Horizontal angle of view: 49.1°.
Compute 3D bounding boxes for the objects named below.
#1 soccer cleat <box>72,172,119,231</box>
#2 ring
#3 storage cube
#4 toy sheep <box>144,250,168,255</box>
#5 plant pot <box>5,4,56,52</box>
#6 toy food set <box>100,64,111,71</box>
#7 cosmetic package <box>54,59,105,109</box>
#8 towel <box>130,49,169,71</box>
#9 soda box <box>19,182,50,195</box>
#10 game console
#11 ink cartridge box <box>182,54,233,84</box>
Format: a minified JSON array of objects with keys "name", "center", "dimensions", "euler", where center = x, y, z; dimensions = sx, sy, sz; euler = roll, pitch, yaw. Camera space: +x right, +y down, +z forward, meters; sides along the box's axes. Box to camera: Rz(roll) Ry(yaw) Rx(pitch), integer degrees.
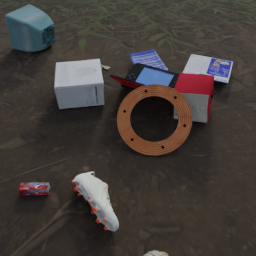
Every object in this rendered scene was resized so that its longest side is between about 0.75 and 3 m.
[{"name":"soccer cleat","center":[-0.871,2.150,8.679],"dimensions":[0.908,0.811,2.340],"euler":[-24,44,-28]},{"name":"ring","center":[1.013,-0.339,10.894],"dimensions":[2.892,0.278,2.892],"euler":[-1,73,4]},{"name":"storage cube","center":[2.763,-1.294,11.908],"dimensions":[1.687,1.442,1.517],"euler":[8,42,18]},{"name":"toy sheep","center":[0.627,3.556,7.119],"dimensions":[1.136,0.783,0.783],"euler":[-22,45,-39]},{"name":"plant pot","center":[-5.511,-5.712,16.539],"dimensions":[2.127,2.082,2.088],"euler":[23,46,16]},{"name":"toy food set","center":[-1.983,-3.096,14.774],"dimensions":[1.350,0.393,1.956],"euler":[26,48,26]},{"name":"cosmetic package","center":[-2.219,-2.050,12.908],"dimensions":[2.086,1.282,2.079],"euler":[-5,44,-6]},{"name":"towel","center":[1.095,-3.488,14.950],"dimensions":[1.547,0.255,2.137],"euler":[-13,48,-11]},{"name":"soda box","center":[-3.056,1.998,9.184],"dimensions":[0.920,0.292,0.322],"euler":[-1,41,0]},{"name":"game console","center":[1.006,-2.345,12.866],"dimensions":[2.832,1.680,2.440],"euler":[20,62,20]},{"name":"ink cartridge box","center":[4.137,-2.972,14.574],"dimensions":[2.284,0.543,2.311],"euler":[16,46,15]}]
